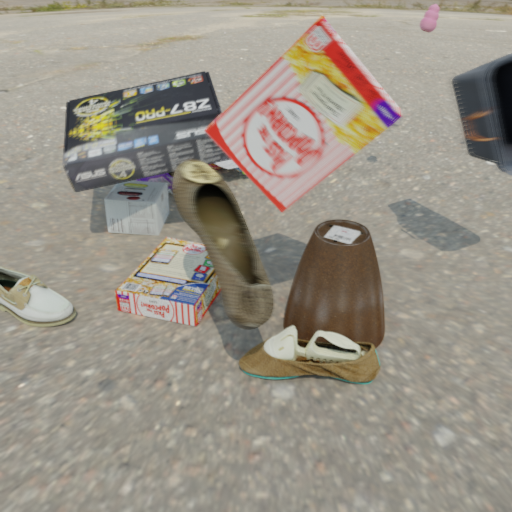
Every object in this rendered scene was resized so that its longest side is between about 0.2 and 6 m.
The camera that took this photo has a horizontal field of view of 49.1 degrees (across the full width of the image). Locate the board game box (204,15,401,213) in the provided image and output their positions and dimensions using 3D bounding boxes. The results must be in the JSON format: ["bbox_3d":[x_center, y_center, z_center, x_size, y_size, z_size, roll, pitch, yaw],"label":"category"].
[{"bbox_3d":[0.604,-1.838,7.577,1.605,2.119,0.491,45,28,-13],"label":"board game box"}]

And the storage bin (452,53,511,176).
[{"bbox_3d":[4.049,-2.397,9.462,1.382,1.899,1.275,-24,19,-7],"label":"storage bin"}]

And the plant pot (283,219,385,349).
[{"bbox_3d":[1.317,0.414,9.021,1.712,1.831,1.712,0,31,0],"label":"plant pot"}]

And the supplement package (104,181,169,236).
[{"bbox_3d":[-2.631,-1.091,12.500,1.140,0.838,1.090,4,31,3],"label":"supplement package"}]

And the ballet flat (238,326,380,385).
[{"bbox_3d":[0.792,1.438,8.342,2.115,0.765,0.717,5,31,9],"label":"ballet flat"}]

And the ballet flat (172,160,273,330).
[{"bbox_3d":[-0.428,-0.304,7.698,0.925,0.636,2.745,-10,64,-26],"label":"ballet flat"}]

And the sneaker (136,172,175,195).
[{"bbox_3d":[-2.344,-1.956,14.139,1.502,0.664,0.604,9,33,17],"label":"sneaker"}]

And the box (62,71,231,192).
[{"bbox_3d":[-2.285,-2.625,11.576,3.197,0.785,2.577,-12,47,-4],"label":"box"}]

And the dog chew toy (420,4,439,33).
[{"bbox_3d":[3.660,-4.986,11.733,0.338,0.543,0.338,18,15,-5],"label":"dog chew toy"}]

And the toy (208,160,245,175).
[{"bbox_3d":[-0.947,-2.668,15.434,1.348,0.553,2.340,-21,33,-35],"label":"toy"}]

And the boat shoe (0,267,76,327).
[{"bbox_3d":[-3.985,0.691,9.712,1.869,0.639,0.699,12,33,20],"label":"boat shoe"}]

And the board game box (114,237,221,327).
[{"bbox_3d":[-1.409,0.405,10.352,1.534,0.469,2.025,10,32,16],"label":"board game box"}]
